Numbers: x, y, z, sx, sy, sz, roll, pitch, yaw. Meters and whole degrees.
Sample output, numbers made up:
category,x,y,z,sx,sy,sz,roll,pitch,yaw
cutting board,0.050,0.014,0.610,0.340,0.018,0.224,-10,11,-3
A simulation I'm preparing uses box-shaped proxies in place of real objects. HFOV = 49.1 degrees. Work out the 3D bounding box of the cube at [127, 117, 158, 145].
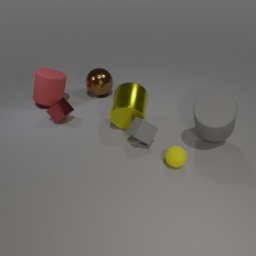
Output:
category,x,y,z,sx,sy,sz,roll,pitch,yaw
cube,0.524,0.101,10.188,0.700,0.700,0.700,29,-1,-26

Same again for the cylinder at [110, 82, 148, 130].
category,x,y,z,sx,sy,sz,roll,pitch,yaw
cylinder,0.066,-0.868,11.278,1.400,1.400,1.400,4,52,7

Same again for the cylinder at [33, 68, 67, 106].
category,x,y,z,sx,sy,sz,roll,pitch,yaw
cylinder,-3.697,-1.928,13.219,1.400,1.400,1.400,13,25,-6

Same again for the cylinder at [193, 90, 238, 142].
category,x,y,z,sx,sy,sz,roll,pitch,yaw
cylinder,3.028,-0.387,9.779,1.400,1.400,1.400,-6,66,14

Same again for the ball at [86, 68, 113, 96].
category,x,y,z,sx,sy,sz,roll,pitch,yaw
ball,-1.446,-2.332,14.205,1.400,1.400,1.400,0,30,0

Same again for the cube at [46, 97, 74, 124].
category,x,y,z,sx,sy,sz,roll,pitch,yaw
cube,-2.865,-0.739,11.864,0.700,0.700,0.700,-35,8,35

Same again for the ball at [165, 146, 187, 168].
category,x,y,z,sx,sy,sz,roll,pitch,yaw
ball,1.572,0.950,9.184,0.700,0.700,0.700,0,30,0
